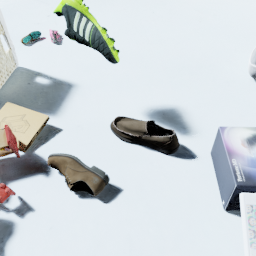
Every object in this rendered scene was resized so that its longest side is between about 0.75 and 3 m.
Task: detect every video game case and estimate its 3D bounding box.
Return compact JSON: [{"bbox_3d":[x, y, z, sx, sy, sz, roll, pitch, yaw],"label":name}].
[{"bbox_3d":[3.205,2.274,5.731,1.634,0.213,1.795,2,72,2],"label":"video game case"}]

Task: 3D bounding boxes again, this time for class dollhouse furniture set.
[{"bbox_3d":[-3.409,1.122,7.158,1.180,0.892,2.194,-15,63,-11],"label":"dollhouse furniture set"}]

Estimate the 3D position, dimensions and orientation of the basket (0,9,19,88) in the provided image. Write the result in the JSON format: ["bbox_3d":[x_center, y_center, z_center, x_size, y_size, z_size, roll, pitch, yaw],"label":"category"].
[{"bbox_3d":[-5.671,-2.756,9.882,2.582,2.558,2.076,3,48,2],"label":"basket"}]

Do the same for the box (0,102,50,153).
[{"bbox_3d":[-3.422,-0.057,8.552,1.635,0.174,1.336,18,59,17],"label":"box"}]

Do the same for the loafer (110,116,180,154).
[{"bbox_3d":[0.497,0.020,8.210,2.184,0.779,0.797,16,46,16],"label":"loafer"}]

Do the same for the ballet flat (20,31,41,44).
[{"bbox_3d":[-4.530,-4.196,12.957,0.405,0.380,1.120,10,46,38],"label":"ballet flat"}]

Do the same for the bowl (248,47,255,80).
[{"bbox_3d":[5.704,-2.272,10.570,2.204,0.824,2.207,22,47,21],"label":"bowl"}]

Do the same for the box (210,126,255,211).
[{"bbox_3d":[3.240,0.981,6.950,1.886,1.172,1.902,0,44,2],"label":"box"}]

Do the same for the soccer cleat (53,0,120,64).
[{"bbox_3d":[-1.186,-2.746,8.197,1.035,0.862,2.554,-38,82,14],"label":"soccer cleat"}]

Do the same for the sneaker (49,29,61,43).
[{"bbox_3d":[-3.366,-4.289,13.019,0.499,0.413,1.046,-4,44,-20],"label":"sneaker"}]

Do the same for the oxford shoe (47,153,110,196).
[{"bbox_3d":[-1.411,1.173,7.122,1.784,0.648,0.753,21,49,20],"label":"oxford shoe"}]
